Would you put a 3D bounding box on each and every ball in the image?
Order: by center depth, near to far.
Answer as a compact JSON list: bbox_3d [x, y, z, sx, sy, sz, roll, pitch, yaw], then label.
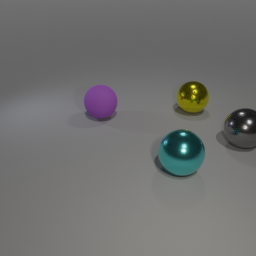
[{"bbox_3d":[1.615,0.736,8.477,1.400,1.400,1.400,0,29,0],"label":"ball"},{"bbox_3d":[4.072,0.008,9.769,1.400,1.400,1.400,0,29,0],"label":"ball"},{"bbox_3d":[-1.140,-1.108,11.748,1.400,1.400,1.400,0,29,0],"label":"ball"},{"bbox_3d":[2.818,-1.344,12.218,1.400,1.400,1.400,0,29,0],"label":"ball"}]
